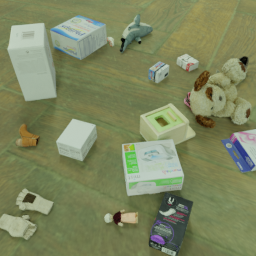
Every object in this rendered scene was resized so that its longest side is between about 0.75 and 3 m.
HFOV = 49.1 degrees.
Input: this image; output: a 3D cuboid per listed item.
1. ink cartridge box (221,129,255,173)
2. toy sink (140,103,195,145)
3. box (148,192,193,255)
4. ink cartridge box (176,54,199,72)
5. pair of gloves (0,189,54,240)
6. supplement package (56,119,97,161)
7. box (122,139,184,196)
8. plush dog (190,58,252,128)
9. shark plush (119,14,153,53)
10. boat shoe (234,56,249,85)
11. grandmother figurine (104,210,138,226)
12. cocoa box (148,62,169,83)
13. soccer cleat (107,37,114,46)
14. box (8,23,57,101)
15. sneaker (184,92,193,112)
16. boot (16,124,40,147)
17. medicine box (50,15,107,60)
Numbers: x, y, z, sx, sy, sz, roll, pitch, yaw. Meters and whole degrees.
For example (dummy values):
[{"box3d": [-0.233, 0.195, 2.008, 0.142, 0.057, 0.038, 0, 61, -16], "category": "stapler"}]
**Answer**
[{"box3d": [4.241, 0.727, 9.584, 1.528, 0.331, 1.500, -10, 46, -11], "category": "ink cartridge box"}, {"box3d": [1.455, -0.101, 9.917, 1.763, 0.987, 1.149, -20, 49, -19], "category": "toy sink"}, {"box3d": [1.152, 2.555, 7.494, 0.826, 0.717, 1.351, 17, 48, 16], "category": "box"}, {"box3d": [2.829, -3.108, 13.319, 0.628, 0.354, 0.855, -29, 53, -24], "category": "ink cartridge box"}, {"box3d": [-2.920, 2.433, 7.963, 1.128, 0.232, 1.326, 19, 49, 18], "category": "pair of gloves"}, {"box3d": [-1.743, 0.390, 9.670, 0.919, 0.654, 1.180, 15, 47, 14], "category": "supplement package"}, {"box3d": [0.714, 1.225, 8.748, 1.683, 0.814, 1.485, -5, 44, -3], "category": "box"}, {"box3d": [3.177, -1.189, 10.494, 2.125, 2.474, 1.985, -19, 14, -30], "category": "plush dog"}, {"box3d": [0.373, -4.925, 14.786, 1.136, 1.239, 2.726, 38, 45, -6], "category": "shark plush"}, {"box3d": [4.861, -2.632, 12.583, 0.750, 0.738, 2.014, 24, 50, 22], "category": "boat shoe"}, {"box3d": [-0.195, 2.536, 7.853, 0.943, 0.286, 0.572, -1, 18, 3], "category": "grandmother figurine"}, {"box3d": [1.381, -2.511, 12.590, 0.550, 0.559, 0.838, 31, 53, 27], "category": "cocoa box"}, {"box3d": [-0.854, -4.610, 14.854, 0.343, 0.307, 0.885, -14, 44, -16], "category": "soccer cleat"}, {"box3d": [-3.793, -2.650, 11.390, 1.305, 2.454, 1.868, -9, 46, -8], "category": "box"}, {"box3d": [2.694, -0.969, 11.067, 0.479, 0.579, 1.213, -24, 53, -24], "category": "sneaker"}, {"box3d": [-3.525, 0.272, 10.022, 0.736, 0.350, 0.951, 1, 57, 2], "category": "boot"}, {"box3d": [-2.479, -4.683, 14.353, 1.935, 1.093, 2.124, 28, 51, 25], "category": "medicine box"}]
